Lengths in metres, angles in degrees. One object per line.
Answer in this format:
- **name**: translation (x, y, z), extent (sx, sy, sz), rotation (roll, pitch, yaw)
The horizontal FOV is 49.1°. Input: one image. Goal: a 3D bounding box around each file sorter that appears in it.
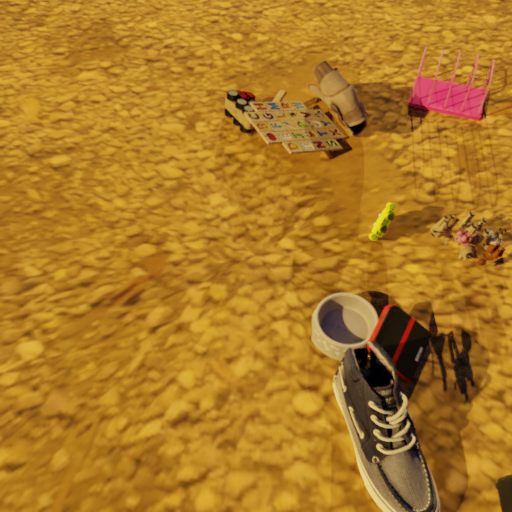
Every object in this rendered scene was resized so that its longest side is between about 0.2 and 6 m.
- **file sorter**: translation (4.875, -4.350, 13.931), extent (1.779, 1.116, 1.236), rotation (16, 52, 12)

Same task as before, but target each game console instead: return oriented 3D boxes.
- **game console**: translation (2.462, 1.468, 9.641), extent (0.972, 0.171, 1.100), rotation (39, 58, -6)

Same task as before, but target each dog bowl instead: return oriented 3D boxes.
- **dog bowl**: translation (1.580, 1.211, 9.921), extent (1.278, 0.375, 1.278), rotation (1, 52, -1)

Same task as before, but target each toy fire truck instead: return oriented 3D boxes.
- **toy fire truck**: translation (0.012, -3.702, 13.700), extent (1.279, 0.823, 1.126), rotation (-19, 52, -29)

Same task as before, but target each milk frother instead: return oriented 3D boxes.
- **milk frother**: translation (4.119, 3.658, 7.049), extent (1.639, 1.816, 1.708), rotation (8, 52, 1)

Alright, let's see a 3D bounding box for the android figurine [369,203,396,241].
- **android figurine**: translation (2.509, -0.674, 11.128), extent (0.188, 0.914, 0.832), rotation (28, 99, -2)

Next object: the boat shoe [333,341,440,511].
- **boat shoe**: translation (1.909, 2.554, 8.277), extent (1.007, 1.251, 2.697), rotation (-17, 53, -13)

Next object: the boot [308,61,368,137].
- **boot**: translation (2.018, -3.654, 13.408), extent (0.828, 2.357, 1.723), rotation (-34, 88, 13)

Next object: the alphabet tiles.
- **alphabet tiles**: translation (0.922, -3.024, 13.009), extent (2.268, 0.072, 1.887), rotation (-12, 54, -32)

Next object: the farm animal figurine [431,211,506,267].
- **farm animal figurine**: translation (4.104, -0.332, 10.968), extent (1.373, 0.716, 1.358), rotation (35, 40, 8)
